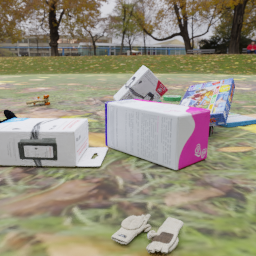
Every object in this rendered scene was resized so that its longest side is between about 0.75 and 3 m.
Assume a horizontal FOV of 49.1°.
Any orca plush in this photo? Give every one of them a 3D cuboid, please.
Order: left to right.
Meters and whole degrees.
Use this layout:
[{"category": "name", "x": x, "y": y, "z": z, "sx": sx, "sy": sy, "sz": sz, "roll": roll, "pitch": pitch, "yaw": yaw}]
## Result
[{"category": "orca plush", "x": -3.693, "y": -0.191, "z": 8.553, "sx": 2.338, "sy": 0.831, "sz": 1.230, "roll": 1, "pitch": 14, "yaw": 6}]

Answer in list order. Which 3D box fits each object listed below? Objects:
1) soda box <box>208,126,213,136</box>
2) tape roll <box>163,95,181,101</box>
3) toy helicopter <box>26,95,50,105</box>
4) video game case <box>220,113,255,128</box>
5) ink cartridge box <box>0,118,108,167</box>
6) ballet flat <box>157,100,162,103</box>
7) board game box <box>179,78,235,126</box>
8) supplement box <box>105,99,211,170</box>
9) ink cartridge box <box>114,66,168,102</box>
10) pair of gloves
[{"category": "soda box", "x": 2.182, "y": 0.012, "z": 8.790, "sx": 0.923, "sy": 0.327, "sz": 0.292, "roll": 7, "pitch": 19, "yaw": 28}, {"category": "tape roll", "x": 2.543, "y": -1.714, "z": 16.117, "sx": 1.020, "sy": 0.245, "sz": 1.020, "roll": -1, "pitch": 14, "yaw": 0}, {"category": "toy helicopter", "x": -4.666, "y": -1.394, "z": 14.363, "sx": 0.821, "sy": 0.490, "sz": 1.242, "roll": 12, "pitch": 23, "yaw": 42}, {"category": "video game case", "x": 3.617, "y": -0.394, "z": 10.782, "sx": 1.537, "sy": 0.191, "sz": 2.148, "roll": -7, "pitch": 15, "yaw": -24}, {"category": "ink cartridge box", "x": -1.776, "y": 0.288, "z": 6.578, "sx": 2.469, "sy": 0.837, "sz": 1.432, "roll": 1, "pitch": 14, "yaw": 3}, {"category": "ballet flat", "x": 0.800, "y": -1.298, "z": 13.283, "sx": 1.696, "sy": 0.571, "sz": 0.597, "roll": 4, "pitch": 35, "yaw": 0}, {"category": "board game box", "x": 2.474, "y": -0.810, "z": 9.002, "sx": 1.580, "sy": 0.402, "sz": 2.335, "roll": -6, "pitch": 31, "yaw": 32}, {"category": "supplement box", "x": 0.628, "y": 0.025, "z": 6.836, "sx": 1.211, "sy": 1.237, "sz": 2.393, "roll": -11, "pitch": 16, "yaw": -41}, {"category": "ink cartridge box", "x": 0.466, "y": -1.288, "z": 10.538, "sx": 1.215, "sy": 1.673, "sz": 0.698, "roll": 40, "pitch": 8, "yaw": -27}, {"category": "pair of gloves", "x": 0.275, "y": 1.362, "z": 3.641, "sx": 0.798, "sy": 0.140, "sz": 0.679, "roll": 4, "pitch": 17, "yaw": 24}]
